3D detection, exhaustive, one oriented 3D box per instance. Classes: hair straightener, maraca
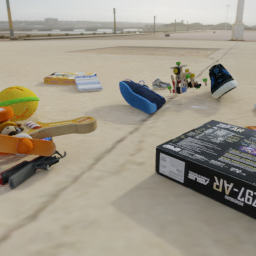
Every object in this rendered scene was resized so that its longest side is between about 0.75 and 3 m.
[{"bbox_3d":[-1.765,0.803,5.684,0.609,0.324,1.583,12,20,28],"label":"hair straightener"},{"bbox_3d":[-3.446,-0.718,8.661,1.360,1.061,1.984,-11,3,-22],"label":"maraca"}]

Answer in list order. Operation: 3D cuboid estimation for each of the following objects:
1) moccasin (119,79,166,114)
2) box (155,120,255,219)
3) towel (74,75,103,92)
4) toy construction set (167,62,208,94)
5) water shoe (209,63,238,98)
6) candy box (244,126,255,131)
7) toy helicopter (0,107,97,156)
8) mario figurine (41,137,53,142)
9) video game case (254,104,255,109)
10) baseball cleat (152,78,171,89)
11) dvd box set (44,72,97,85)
[{"bbox_3d":[0.482,-1.122,9.955,0.776,0.916,2.276,-25,42,-21],"label":"moccasin"},{"bbox_3d":[2.299,0.691,5.401,2.829,0.616,2.266,19,28,41],"label":"box"},{"bbox_3d":[-1.815,-2.030,12.717,1.102,0.179,1.501,-6,35,-16],"label":"towel"},{"bbox_3d":[2.053,-2.010,10.928,1.278,1.178,1.533,-21,12,-22],"label":"toy construction set"},{"bbox_3d":[3.637,-1.977,11.347,1.018,1.123,2.846,-32,5,19],"label":"water shoe"},{"bbox_3d":[3.383,0.283,6.903,0.672,0.325,1.151,2,23,1],"label":"candy box"},{"bbox_3d":[-1.935,0.091,6.102,2.559,1.009,1.692,-9,19,-10],"label":"toy helicopter"},{"bbox_3d":[-2.186,0.400,6.761,0.506,0.435,0.820,-31,-2,23],"label":"mario figurine"},{"bbox_3d":[5.120,-0.491,9.113,1.604,0.177,1.460,3,21,9],"label":"video game case"},{"bbox_3d":[1.540,-2.020,12.667,0.925,0.493,0.323,-12,37,-17],"label":"baseball cleat"},{"bbox_3d":[-2.866,-2.520,14.175,2.262,0.333,1.655,3,22,8],"label":"dvd box set"}]
